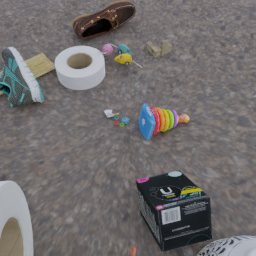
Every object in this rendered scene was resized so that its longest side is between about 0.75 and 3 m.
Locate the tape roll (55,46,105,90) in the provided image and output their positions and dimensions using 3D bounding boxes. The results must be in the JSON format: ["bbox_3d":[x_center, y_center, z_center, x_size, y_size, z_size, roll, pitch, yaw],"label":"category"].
[{"bbox_3d":[-1.759,-2.265,10.447,1.836,0.642,1.836,0,52,0],"label":"tape roll"}]

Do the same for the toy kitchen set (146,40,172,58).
[{"bbox_3d":[1.273,-3.405,11.342,0.792,0.646,0.714,-24,56,-18],"label":"toy kitchen set"}]

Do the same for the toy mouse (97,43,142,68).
[{"bbox_3d":[-0.415,-3.058,10.964,1.789,0.346,1.590,5,40,-26],"label":"toy mouse"}]

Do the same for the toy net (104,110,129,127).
[{"bbox_3d":[-0.425,-0.310,9.228,0.906,0.175,0.475,24,58,20],"label":"toy net"}]

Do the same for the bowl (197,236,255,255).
[{"bbox_3d":[2.671,3.149,5.476,2.708,1.271,2.708,4,42,-4],"label":"bowl"}]

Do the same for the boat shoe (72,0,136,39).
[{"bbox_3d":[-0.901,-4.562,12.040,2.920,1.028,1.027,-27,50,-10],"label":"boat shoe"}]

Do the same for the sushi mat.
[{"bbox_3d":[-4.033,-2.058,10.596,2.514,0.152,1.203,-33,60,-22],"label":"sushi mat"}]

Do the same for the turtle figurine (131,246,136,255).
[{"bbox_3d":[-0.789,3.702,5.633,2.152,0.860,2.669,3,54,11],"label":"turtle figurine"}]

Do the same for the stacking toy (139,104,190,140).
[{"bbox_3d":[1.239,-0.257,8.869,1.647,0.904,0.956,-4,48,-19],"label":"stacking toy"}]

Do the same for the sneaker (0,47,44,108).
[{"bbox_3d":[-4.020,-1.779,9.733,1.244,1.058,2.728,-28,60,-19],"label":"sneaker"}]

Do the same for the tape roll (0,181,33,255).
[{"bbox_3d":[-2.649,2.514,5.196,1.044,2.986,2.986,-5,52,-5],"label":"tape roll"}]

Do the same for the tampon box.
[{"bbox_3d":[1.005,1.812,6.469,1.206,1.016,1.610,-10,15,-12],"label":"tampon box"}]
